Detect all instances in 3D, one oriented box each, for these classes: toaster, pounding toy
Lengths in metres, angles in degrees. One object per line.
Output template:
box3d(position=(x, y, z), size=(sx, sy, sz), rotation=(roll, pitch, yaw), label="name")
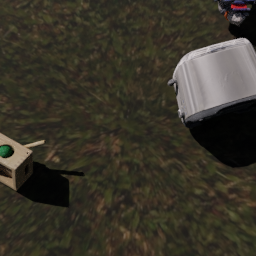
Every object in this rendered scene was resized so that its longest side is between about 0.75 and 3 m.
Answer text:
box3d(position=(2.508, -1.200, 7.493), size=(2.749, 1.562, 1.775), rotation=(-16, 81, -2), label="toaster")
box3d(position=(-2.928, 0.750, 7.220), size=(1.232, 1.338, 0.952), rotation=(28, 46, 6), label="pounding toy")

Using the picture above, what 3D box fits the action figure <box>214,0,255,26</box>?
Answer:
box3d(position=(3.399, -3.982, 8.424), size=(2.003, 1.048, 1.937), rotation=(5, 79, -6), label="action figure")
